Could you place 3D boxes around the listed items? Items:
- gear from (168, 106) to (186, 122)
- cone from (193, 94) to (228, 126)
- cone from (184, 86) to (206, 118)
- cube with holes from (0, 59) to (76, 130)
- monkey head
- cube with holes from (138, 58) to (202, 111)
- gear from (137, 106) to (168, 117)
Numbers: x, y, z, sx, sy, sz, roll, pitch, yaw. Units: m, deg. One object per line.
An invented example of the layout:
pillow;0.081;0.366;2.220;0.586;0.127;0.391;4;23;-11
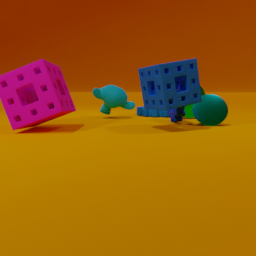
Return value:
gear;1.372;-0.798;8.145;0.230;1.245;1.245;-4;8;-8
cone;2.282;-0.348;7.981;0.927;0.927;0.930;1;-19;9
cone;1.844;-0.970;9.617;1.166;1.166;1.170;-3;7;-20
cube with holes;-2.133;-0.756;6.635;1.198;1.198;1.198;-20;3;5
monkey head;-0.558;-0.892;9.358;1.499;1.078;0.903;20;12;-18
cube with holes;0.984;-1.028;6.676;1.006;1.006;1.006;-14;11;-23
gear;1.116;-0.624;10.421;1.583;0.293;1.583;1;8;0
